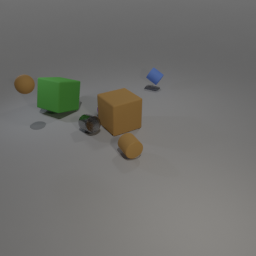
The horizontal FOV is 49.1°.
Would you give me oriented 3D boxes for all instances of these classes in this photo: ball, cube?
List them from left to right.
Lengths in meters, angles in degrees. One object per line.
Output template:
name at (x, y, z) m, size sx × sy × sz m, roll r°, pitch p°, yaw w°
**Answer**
ball at (-3.726, -1.573, 10.094) m, size 0.700 × 0.700 × 0.700 m, roll 0°, pitch 30°, yaw 0°
cube at (-3.236, -1.582, 13.103) m, size 1.400 × 1.400 × 1.400 m, roll 15°, pitch 17°, yaw 29°
cube at (-0.358, -0.715, 11.914) m, size 1.400 × 1.400 × 1.400 m, roll -18°, pitch 35°, yaw -28°

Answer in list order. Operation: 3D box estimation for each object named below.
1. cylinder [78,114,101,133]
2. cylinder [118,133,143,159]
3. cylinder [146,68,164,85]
cylinder at (-1.593, -0.198, 11.588) m, size 0.700 × 0.700 × 0.700 m, roll -20°, pitch 20°, yaw -31°
cylinder at (0.081, 0.637, 10.106) m, size 0.700 × 0.700 × 0.700 m, roll -14°, pitch 34°, yaw -23°
cylinder at (1.480, -2.841, 15.404) m, size 0.700 × 0.700 × 0.700 m, roll 37°, pitch 36°, yaw 1°
